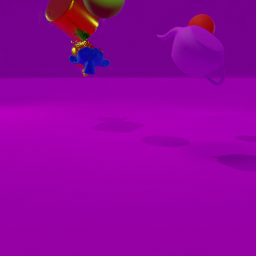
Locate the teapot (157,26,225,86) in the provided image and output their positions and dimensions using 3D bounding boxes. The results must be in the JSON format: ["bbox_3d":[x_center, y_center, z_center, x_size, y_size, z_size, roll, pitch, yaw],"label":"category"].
[{"bbox_3d":[1.364,-1.586,5.919,1.811,0.887,1.126,47,42,12],"label":"teapot"}]

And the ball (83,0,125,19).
[{"bbox_3d":[-0.666,-3.665,7.779,1.174,1.174,1.174,0,11,0],"label":"ball"}]

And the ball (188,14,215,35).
[{"bbox_3d":[2.056,-2.808,7.896,0.743,0.743,0.743,0,11,0],"label":"ball"}]

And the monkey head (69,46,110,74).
[{"bbox_3d":[-1.363,-2.353,10.024,1.503,1.081,0.906,4,-8,-11],"label":"monkey head"}]

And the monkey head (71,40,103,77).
[{"bbox_3d":[-1.627,-2.888,11.076,0.977,1.622,1.167,-29,-14,34],"label":"monkey head"}]

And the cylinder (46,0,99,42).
[{"bbox_3d":[-1.899,-3.896,9.695,1.329,1.329,1.329,8,-12,36],"label":"cylinder"}]
